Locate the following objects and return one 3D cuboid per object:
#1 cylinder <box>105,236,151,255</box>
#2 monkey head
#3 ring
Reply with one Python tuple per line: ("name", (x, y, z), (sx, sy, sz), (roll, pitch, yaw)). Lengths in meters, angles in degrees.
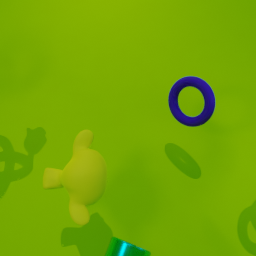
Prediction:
("cylinder", (-0.078, 2.743, 5.581), (0.861, 0.861, 0.861), (19, 69, 8))
("monkey head", (-1.095, 1.009, 5.734), (1.329, 1.113, 1.848), (3, 72, -9))
("ring", (1.556, -0.648, 6.958), (0.254, 1.270, 1.270), (-19, 63, -46))
